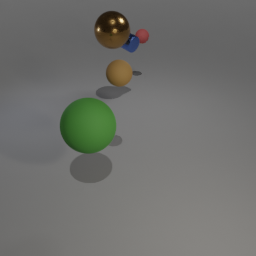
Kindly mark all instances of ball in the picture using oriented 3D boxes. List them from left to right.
[{"bbox_3d":[-0.991,-0.059,7.016,1.400,1.400,1.400,0,32,0],"label":"ball"},{"bbox_3d":[-0.609,-3.778,10.833,1.400,1.400,1.400,0,32,0],"label":"ball"},{"bbox_3d":[-0.233,-1.440,7.361,0.700,0.700,0.700,0,32,0],"label":"ball"},{"bbox_3d":[0.707,-4.591,14.005,0.700,0.700,0.700,0,32,0],"label":"ball"}]

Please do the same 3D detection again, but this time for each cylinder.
[{"bbox_3d":[0.004,-3.613,11.715,0.700,0.700,0.700,35,45,26],"label":"cylinder"}]
